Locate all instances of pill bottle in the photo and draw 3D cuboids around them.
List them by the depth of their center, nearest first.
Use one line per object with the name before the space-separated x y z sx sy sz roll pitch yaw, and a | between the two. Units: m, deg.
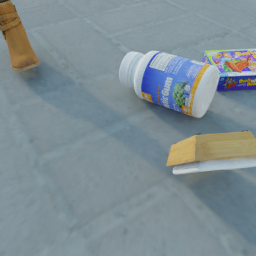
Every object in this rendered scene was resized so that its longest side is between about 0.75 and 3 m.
pill bottle | 1.078 -1.348 7.937 2.569 1.440 1.440 22 47 26

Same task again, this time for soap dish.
soap dish | 1.656 0.529 5.712 1.368 1.738 0.706 -3 80 -9

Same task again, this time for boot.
boot | -3.673 -3.084 9.190 0.965 1.954 2.517 -16 39 -11

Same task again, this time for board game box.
board game box | 3.902 -1.965 9.244 2.475 0.554 1.664 -4 43 -4
